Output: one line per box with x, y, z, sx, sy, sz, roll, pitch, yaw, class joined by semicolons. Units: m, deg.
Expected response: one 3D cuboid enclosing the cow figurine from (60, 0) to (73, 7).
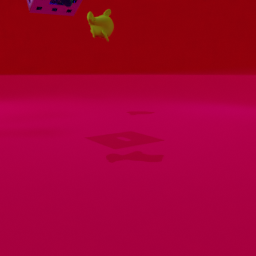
-1.256;-2.582;4.934;0.876;0.862;0.481;-30;41;28;cow figurine

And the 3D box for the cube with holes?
-1.661;-3.341;6.274;1.073;1.073;1.073;-10;-10;-33;cube with holes

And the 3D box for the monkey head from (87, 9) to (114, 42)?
-0.953;-3.676;9.856;0.813;1.349;0.970;-3;-21;13;monkey head
